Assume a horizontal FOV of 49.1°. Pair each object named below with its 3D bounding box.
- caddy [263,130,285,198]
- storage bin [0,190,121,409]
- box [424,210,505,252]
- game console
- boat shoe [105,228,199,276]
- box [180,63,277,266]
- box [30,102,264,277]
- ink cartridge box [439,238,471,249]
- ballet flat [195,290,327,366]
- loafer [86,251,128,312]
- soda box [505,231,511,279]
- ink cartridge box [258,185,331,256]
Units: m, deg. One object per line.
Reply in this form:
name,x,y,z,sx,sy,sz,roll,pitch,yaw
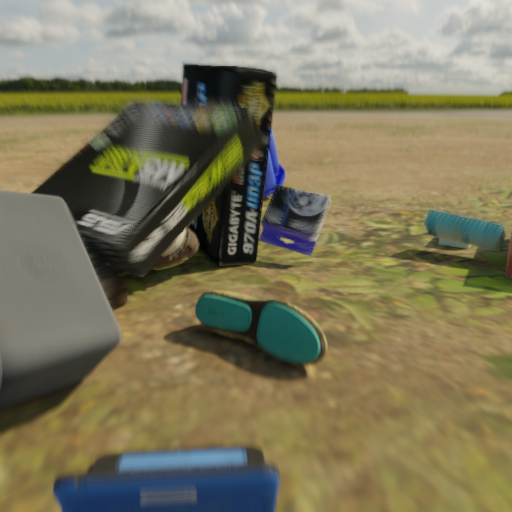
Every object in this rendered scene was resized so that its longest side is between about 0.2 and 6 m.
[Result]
caddy,-0.718,-2.290,14.565,2.941,1.544,2.079,2,40,9
storage bin,-2.462,0.439,5.401,1.537,1.665,2.288,-4,58,-48
box,3.590,-0.439,9.669,1.254,0.308,0.516,18,-11,31
game console,-0.580,1.481,3.976,1.381,1.178,0.817,-2,45,-5
boat shoe,-2.331,-0.150,8.821,2.881,1.035,0.857,-7,-22,17
box,-0.659,-1.694,9.795,0.723,3.143,2.498,-3,20,-26
box,-1.740,-1.161,8.137,2.839,0.675,2.742,17,56,41
ink cartridge box,3.798,-0.402,10.548,0.548,0.321,0.758,10,19,28
ballet flat,0.116,0.782,6.511,1.839,0.650,0.650,13,22,34
loafer,-2.850,0.248,7.521,2.779,1.014,0.991,22,-13,30
soda box,4.808,-0.325,9.465,0.905,0.841,2.645,8,20,25
ink cartridge box,0.625,-0.620,9.459,1.025,1.035,0.225,16,-11,25
